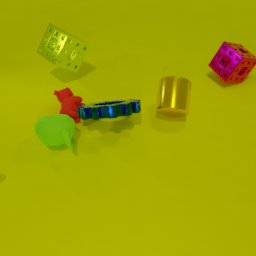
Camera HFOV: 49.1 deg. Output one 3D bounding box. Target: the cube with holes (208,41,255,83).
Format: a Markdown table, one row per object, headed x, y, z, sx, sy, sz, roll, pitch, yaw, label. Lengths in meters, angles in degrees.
| x | y | z | sx | sy | sz | roll | pitch | yaw | label |
| --- | --- | --- | --- | --- | --- | --- | --- | --- | --- |
| 3.964 | -2.459 | 10.555 | 1.067 | 1.067 | 1.067 | -5 | 48 | -35 | cube with holes |

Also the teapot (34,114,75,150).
| x | y | z | sx | sy | sz | roll | pitch | yaw | label |
| --- | --- | --- | --- | --- | --- | --- | --- | --- | --- |
| -2.028 | 0.135 | 7.979 | 1.135 | 0.893 | 1.825 | -16 | 22 | -34 | teapot |

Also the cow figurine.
| x | y | z | sx | sy | sz | roll | pitch | yaw | label |
| --- | --- | --- | --- | --- | --- | --- | --- | --- | --- |
| -2.017 | -0.757 | 9.239 | 1.227 | 0.684 | 1.247 | 5 | 59 | 21 | cow figurine |

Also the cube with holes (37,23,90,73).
| x | y | z | sx | sy | sz | roll | pitch | yaw | label |
| --- | --- | --- | --- | --- | --- | --- | --- | --- | --- |
| -2.388 | -2.942 | 10.395 | 1.156 | 1.156 | 1.156 | 37 | 15 | 29 | cube with holes |

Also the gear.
| x | y | z | sx | sy | sz | roll | pitch | yaw | label |
| --- | --- | --- | --- | --- | --- | --- | --- | --- | --- |
| -0.564 | -0.588 | 8.568 | 1.895 | 0.350 | 1.895 | -6 | 10 | 1 | gear |

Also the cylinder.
| x | y | z | sx | sy | sz | roll | pitch | yaw | label |
| --- | --- | --- | --- | --- | --- | --- | --- | --- | --- |
| 1.449 | -0.976 | 8.916 | 1.045 | 1.045 | 1.045 | 6 | 80 | 7 | cylinder |
